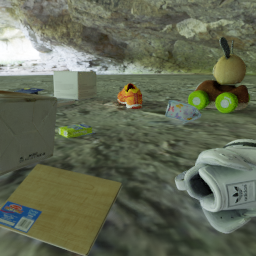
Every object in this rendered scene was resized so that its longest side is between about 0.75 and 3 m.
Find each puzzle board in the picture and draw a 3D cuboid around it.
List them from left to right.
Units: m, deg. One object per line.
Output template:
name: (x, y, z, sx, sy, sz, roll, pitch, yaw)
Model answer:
puzzle board: (-0.735, 0.806, 2.976, 1.139, 0.099, 0.858, 8, 40, 20)

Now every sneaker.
sneaker: (0.125, -1.387, 11.500, 0.881, 0.931, 2.414, -5, 12, -15)
sneaker: (1.607, 0.656, 2.798, 1.333, 0.871, 2.319, -10, 11, -34)

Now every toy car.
toy car: (3.510, -2.002, 10.414, 2.030, 2.574, 2.114, 10, 16, 34)

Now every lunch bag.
lunch bag: (1.575, -0.427, 7.849, 0.928, 0.590, 0.787, 15, 9, 13)

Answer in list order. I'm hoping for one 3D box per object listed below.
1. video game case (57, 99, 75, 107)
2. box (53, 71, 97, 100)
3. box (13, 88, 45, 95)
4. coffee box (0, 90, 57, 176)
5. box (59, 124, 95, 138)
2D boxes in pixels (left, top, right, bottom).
video game case: (-3.239, -1.002, 11.447, 1.492, 0.181, 1.639, 7, 15, 27)
box: (-2.594, -2.157, 13.864, 1.545, 1.330, 1.553, 7, 15, 29)
box: (-4.564, -1.150, 11.011, 1.422, 0.380, 2.347, 11, 27, 40)
coffee box: (-2.904, -0.127, 4.750, 2.879, 1.148, 1.646, 9, 9, 17)
box: (-1.239, 0.058, 6.836, 0.761, 0.181, 0.464, -11, 18, -38)
